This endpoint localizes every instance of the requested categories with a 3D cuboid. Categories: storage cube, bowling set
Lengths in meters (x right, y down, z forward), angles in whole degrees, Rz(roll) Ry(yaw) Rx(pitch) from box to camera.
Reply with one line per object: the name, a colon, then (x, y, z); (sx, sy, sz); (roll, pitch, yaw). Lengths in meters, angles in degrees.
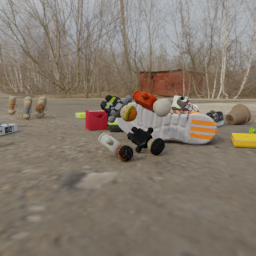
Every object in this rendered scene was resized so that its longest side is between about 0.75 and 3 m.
storage cube: (-1.184, -0.299, 10.444); (0.683, 0.718, 0.799); (-3, 9, -24)
bowling set: (-4.908, -0.854, 14.251); (2.177, 1.169, 1.515); (-5, 28, -39)

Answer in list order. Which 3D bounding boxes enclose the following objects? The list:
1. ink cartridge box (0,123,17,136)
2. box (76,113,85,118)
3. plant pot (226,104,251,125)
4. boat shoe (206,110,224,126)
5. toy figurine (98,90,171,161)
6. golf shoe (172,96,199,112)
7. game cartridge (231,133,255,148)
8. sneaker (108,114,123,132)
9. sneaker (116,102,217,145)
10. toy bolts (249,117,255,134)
ink cartridge box: (-4.423, 0.073, 9.282); (0.785, 0.309, 1.578); (1, 9, 5)
box: (-2.178, -0.693, 15.034); (1.108, 0.264, 0.675); (-4, 9, -29)
plant pot: (4.616, -0.487, 11.921); (0.780, 0.895, 0.895); (-25, 18, -25)
boat shoe: (3.389, -0.387, 11.248); (0.706, 0.669, 2.020); (6, 10, 39)
toy figurine: (0.155, -0.041, 6.055); (1.434, 1.457, 1.014); (-11, 29, -42)
golf shoe: (3.558, -1.376, 16.946); (1.015, 1.158, 2.629); (5, 8, 39)
game cartridge: (3.569, 0.360, 7.537); (1.416, 0.230, 1.249); (5, 9, 17)
sneaker: (-0.331, -0.535, 10.814); (0.931, 1.075, 2.595); (-1, 8, -7)
sneaker: (1.157, -0.095, 8.388); (2.867, 1.112, 1.606); (13, 7, 14)
toy bolts: (4.068, -0.010, 8.162); (0.534, 0.736, 0.771); (22, -7, -20)
